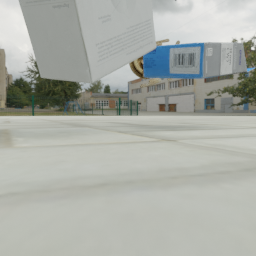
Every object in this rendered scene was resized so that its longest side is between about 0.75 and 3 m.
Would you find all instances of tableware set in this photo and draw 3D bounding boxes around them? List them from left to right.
[{"bbox_3d":[1.235,-2.742,11.267,2.659,1.758,0.533,-23,-4,-33],"label":"tableware set"}]

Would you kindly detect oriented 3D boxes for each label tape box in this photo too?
[{"bbox_3d":[2.240,-2.096,8.598,2.987,0.987,2.140,-17,19,-40],"label":"label tape box"}]

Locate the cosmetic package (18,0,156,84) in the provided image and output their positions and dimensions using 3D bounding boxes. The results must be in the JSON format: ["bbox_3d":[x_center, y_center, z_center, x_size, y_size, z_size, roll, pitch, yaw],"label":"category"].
[{"bbox_3d":[-0.762,-2.626,5.950,1.590,2.586,2.578,10,33,33],"label":"cosmetic package"}]
